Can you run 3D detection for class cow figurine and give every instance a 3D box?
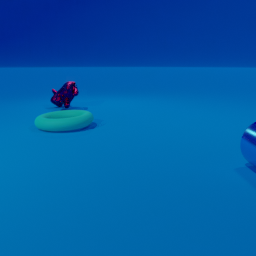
[{"bbox_3d":[-2.307,-1.244,10.177,0.704,1.283,1.262,32,22,-29],"label":"cow figurine"}]

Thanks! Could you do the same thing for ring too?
[{"bbox_3d":[-1.663,-0.217,7.366,1.519,0.304,1.519,-3,13,1],"label":"ring"}]

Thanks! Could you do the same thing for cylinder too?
[{"bbox_3d":[2.219,0.322,4.169,0.785,0.785,0.785,-1,13,-3],"label":"cylinder"}]
